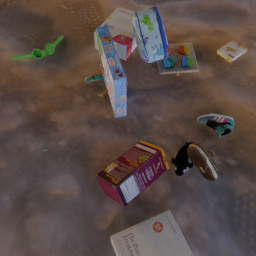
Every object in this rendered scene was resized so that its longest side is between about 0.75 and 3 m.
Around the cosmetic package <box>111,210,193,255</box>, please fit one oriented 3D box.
[{"bbox_3d":[0.913,4.068,8.142,2.033,0.697,2.696,-19,59,-15],"label":"cosmetic package"}]

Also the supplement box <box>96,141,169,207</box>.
[{"bbox_3d":[0.173,1.452,9.325,2.114,0.906,1.167,-36,30,-26],"label":"supplement box"}]

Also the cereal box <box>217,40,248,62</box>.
[{"bbox_3d":[5.017,-3.725,13.487,1.205,0.238,0.867,-35,63,-20],"label":"cereal box"}]

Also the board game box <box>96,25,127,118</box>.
[{"bbox_3d":[-0.656,-2.267,11.336,0.545,2.253,2.979,-13,58,-9],"label":"board game box"}]

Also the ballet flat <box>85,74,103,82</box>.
[{"bbox_3d":[-1.542,-2.261,12.518,0.829,0.314,0.265,-14,40,-13],"label":"ballet flat"}]

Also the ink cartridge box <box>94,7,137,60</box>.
[{"bbox_3d":[-0.276,-4.620,13.584,1.744,1.002,2.402,24,59,14],"label":"ink cartridge box"}]

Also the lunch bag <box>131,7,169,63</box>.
[{"bbox_3d":[0.889,-3.802,11.674,1.085,2.116,2.632,-15,16,1],"label":"lunch bag"}]

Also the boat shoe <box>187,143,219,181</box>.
[{"bbox_3d":[2.582,1.010,9.465,0.692,1.872,0.693,11,57,43],"label":"boat shoe"}]

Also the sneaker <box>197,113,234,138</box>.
[{"bbox_3d":[3.437,-0.053,10.909,1.441,0.603,0.870,5,47,2],"label":"sneaker"}]

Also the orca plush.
[{"bbox_3d":[2.106,1.027,10.207,0.790,0.533,1.501,32,62,19],"label":"orca plush"}]

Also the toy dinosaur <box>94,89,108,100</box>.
[{"bbox_3d":[-1.046,-1.408,11.909,0.268,0.886,0.471,-14,87,-44],"label":"toy dinosaur"}]

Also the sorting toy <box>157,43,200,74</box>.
[{"bbox_3d":[2.277,-3.346,13.169,1.849,0.364,1.997,-4,57,-3],"label":"sorting toy"}]

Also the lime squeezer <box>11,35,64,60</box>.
[{"bbox_3d":[-4.160,-3.766,13.370,2.776,0.524,0.980,-31,62,-18],"label":"lime squeezer"}]
